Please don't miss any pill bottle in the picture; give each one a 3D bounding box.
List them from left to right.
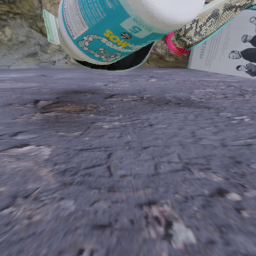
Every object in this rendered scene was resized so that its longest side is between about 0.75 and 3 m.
[{"bbox_3d":[-0.185,-1.860,4.403,1.415,1.415,2.555,-11,1,-37],"label":"pill bottle"}]

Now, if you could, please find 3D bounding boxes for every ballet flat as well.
[{"bbox_3d":[2.060,-2.582,5.592,2.664,1.003,0.904,-29,24,-3],"label":"ballet flat"}]

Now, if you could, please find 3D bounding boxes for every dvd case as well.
[{"bbox_3d":[3.184,-2.430,8.046,2.632,1.978,0.326,12,41,9],"label":"dvd case"}]

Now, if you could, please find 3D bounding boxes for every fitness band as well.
[{"bbox_3d":[1.821,-2.836,8.760,1.180,0.308,1.643,-36,-29,26],"label":"fitness band"}]

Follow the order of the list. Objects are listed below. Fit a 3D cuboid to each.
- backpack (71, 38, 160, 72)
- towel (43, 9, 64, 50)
[{"bbox_3d":[-0.342,-2.625,6.569,2.307,2.599,1.956,1,52,-21],"label":"backpack"},{"bbox_3d":[-1.668,-2.261,6.669,0.117,0.762,0.999,-13,-4,16],"label":"towel"}]
